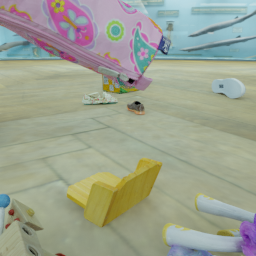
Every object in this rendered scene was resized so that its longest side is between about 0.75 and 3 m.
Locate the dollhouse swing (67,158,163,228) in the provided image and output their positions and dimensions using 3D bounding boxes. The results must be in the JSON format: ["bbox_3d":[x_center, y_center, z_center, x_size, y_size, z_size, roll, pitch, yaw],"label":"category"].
[{"bbox_3d":[-0.271,0.757,4.236,0.965,0.998,1.098,37,35,29],"label":"dollhouse swing"}]

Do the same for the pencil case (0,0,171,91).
[{"bbox_3d":[-0.712,-1.354,3.623,2.437,1.065,1.065,23,9,-22],"label":"pencil case"}]

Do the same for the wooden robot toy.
[{"bbox_3d":[-1.054,1.500,2.428,0.992,0.963,2.186,-43,31,-11],"label":"wooden robot toy"}]

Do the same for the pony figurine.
[{"bbox_3d":[1.391,1.096,2.493,2.003,1.668,1.934,-7,2,32],"label":"pony figurine"}]

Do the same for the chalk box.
[{"bbox_3d":[-0.099,-2.591,14.232,1.330,1.339,2.146,15,24,41],"label":"chalk box"}]

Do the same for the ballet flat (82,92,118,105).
[{"bbox_3d":[-1.096,-1.191,11.179,1.476,0.472,0.558,-5,16,-16],"label":"ballet flat"}]

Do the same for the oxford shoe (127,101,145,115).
[{"bbox_3d":[0.283,-0.791,9.973,0.403,0.412,1.130,-9,19,-26],"label":"oxford shoe"}]

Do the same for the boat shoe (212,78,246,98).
[{"bbox_3d":[4.769,-1.856,12.828,0.825,0.873,2.433,-5,11,-10],"label":"boat shoe"}]
